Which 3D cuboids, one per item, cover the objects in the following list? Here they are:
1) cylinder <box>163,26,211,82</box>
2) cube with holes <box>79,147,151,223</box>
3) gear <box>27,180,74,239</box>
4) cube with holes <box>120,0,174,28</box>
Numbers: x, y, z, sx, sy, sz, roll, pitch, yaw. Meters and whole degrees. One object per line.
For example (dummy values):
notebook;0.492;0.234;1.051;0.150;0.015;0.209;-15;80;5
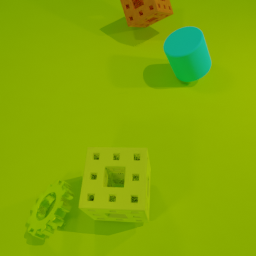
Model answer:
cylinder;1.806;-2.206;8.455;1.178;1.178;1.178;-15;54;21
cube with holes;-0.188;1.216;5.871;1.227;1.227;1.227;0;62;8
gear;-1.638;1.691;5.906;1.211;0.224;1.211;-33;34;26
cube with holes;0.626;-4.331;9.693;1.223;1.223;1.223;-14;7;36
